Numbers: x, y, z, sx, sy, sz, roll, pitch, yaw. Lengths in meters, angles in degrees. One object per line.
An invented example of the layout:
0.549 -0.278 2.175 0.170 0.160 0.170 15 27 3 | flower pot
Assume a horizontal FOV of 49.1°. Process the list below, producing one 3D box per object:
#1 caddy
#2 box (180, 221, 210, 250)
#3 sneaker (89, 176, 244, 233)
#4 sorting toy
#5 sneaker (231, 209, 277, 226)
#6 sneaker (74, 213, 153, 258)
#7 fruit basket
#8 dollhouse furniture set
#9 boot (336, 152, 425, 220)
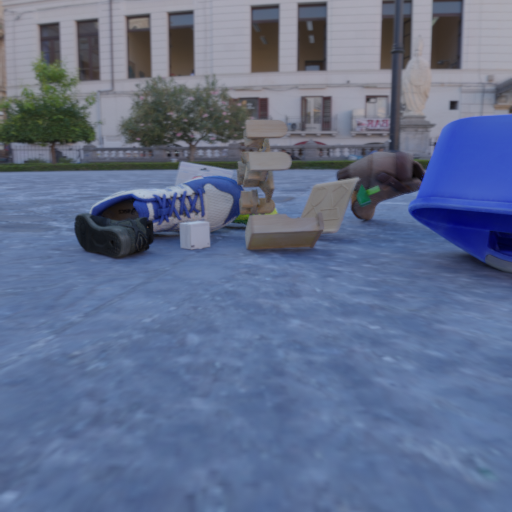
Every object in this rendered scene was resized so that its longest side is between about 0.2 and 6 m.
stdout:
4.298 -0.701 8.595 2.794 2.075 3.952 21 -4 -35 | caddy
-1.179 -0.399 10.798 0.328 0.502 0.499 8 13 42 | box
-1.876 -0.908 11.844 3.318 1.249 1.462 -9 9 12 | sneaker
1.714 -1.018 11.869 0.289 1.449 1.961 38 -22 -30 | sorting toy
-0.284 -0.976 13.560 1.936 0.717 0.809 10 -23 38 | sneaker
-2.619 -0.414 10.478 1.834 0.701 1.050 13 15 41 | sneaker
-1.313 -1.386 13.040 1.352 1.460 0.684 11 -11 16 | fruit basket
0.430 -1.247 10.687 1.343 2.063 1.895 -2 -21 -9 | dollhouse furniture set
3.217 -1.668 13.779 1.928 0.926 2.637 -7 -22 27 | boot
